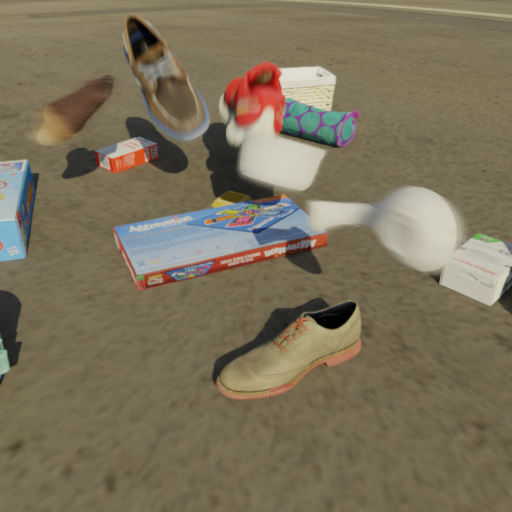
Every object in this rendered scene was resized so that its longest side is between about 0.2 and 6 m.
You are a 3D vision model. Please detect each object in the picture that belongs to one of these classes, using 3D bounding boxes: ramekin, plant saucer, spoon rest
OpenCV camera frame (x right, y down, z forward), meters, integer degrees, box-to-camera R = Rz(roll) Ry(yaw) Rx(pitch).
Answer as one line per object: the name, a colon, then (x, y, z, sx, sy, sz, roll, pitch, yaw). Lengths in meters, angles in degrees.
ramekin: (0.384, -1.594, 9.395, 1.393, 0.731, 1.393, 15, 12, -3)
plant saucer: (-0.499, -1.172, 11.830, 0.689, 0.167, 0.689, 16, 34, 24)
spoon rest: (1.454, -0.375, 6.378, 0.558, 0.914, 1.841, -16, 22, -38)

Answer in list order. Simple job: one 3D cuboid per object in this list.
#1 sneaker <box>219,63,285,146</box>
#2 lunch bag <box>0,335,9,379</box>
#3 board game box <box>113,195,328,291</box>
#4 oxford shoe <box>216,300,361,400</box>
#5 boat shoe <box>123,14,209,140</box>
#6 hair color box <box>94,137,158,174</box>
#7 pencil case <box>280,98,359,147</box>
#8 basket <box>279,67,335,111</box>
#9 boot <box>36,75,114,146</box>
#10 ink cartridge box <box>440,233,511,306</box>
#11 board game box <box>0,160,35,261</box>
sneaker: (0.083, -3.278, 11.621, 1.332, 1.468, 3.458, 12, 27, -16)
lunch bag: (-4.329, 1.566, 6.285, 2.560, 1.230, 3.192, -3, 31, -4)
board game box: (-0.671, -0.349, 10.295, 3.532, 0.343, 1.818, -13, 35, -20)
oxford shoe: (0.449, 1.148, 7.355, 2.215, 0.828, 0.780, -20, 37, -29)
boat shoe: (-1.818, -3.309, 10.286, 1.006, 1.008, 2.785, -33, 67, -5)
hair color box: (-3.162, -2.483, 13.741, 0.748, 0.431, 1.348, 26, 41, 36)
pencil case: (1.563, -3.624, 15.061, 2.245, 0.955, 1.037, 24, 77, 32)
basket: (1.113, -4.792, 16.683, 2.138, 1.319, 1.449, -7, 31, -13)
boot: (-3.152, -2.733, 10.163, 1.540, 0.670, 1.852, -32, 30, 13)
ink cartridge box: (3.745, 0.192, 9.223, 0.914, 0.526, 1.252, 27, 40, 37)
board game box: (-5.842, -0.810, 10.599, 2.914, 0.814, 2.853, -8, 33, -13)
